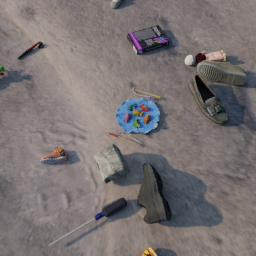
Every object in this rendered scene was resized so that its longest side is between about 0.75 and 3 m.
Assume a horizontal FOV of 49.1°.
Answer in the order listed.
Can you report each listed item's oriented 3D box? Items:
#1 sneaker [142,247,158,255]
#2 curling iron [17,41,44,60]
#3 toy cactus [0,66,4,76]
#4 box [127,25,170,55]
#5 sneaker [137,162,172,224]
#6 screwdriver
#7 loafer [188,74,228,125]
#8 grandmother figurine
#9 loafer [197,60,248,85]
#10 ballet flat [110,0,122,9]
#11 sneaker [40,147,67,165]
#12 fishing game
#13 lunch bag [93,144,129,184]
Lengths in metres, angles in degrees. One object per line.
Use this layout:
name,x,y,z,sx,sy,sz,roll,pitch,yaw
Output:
sneaker,0.783,3.961,8.008,0.452,0.351,1.004,-34,62,-7
curling iron,-4.312,-3.435,12.387,1.380,0.176,0.342,-38,67,-20
toy cactus,-5.741,-2.130,11.455,1.433,0.733,1.182,-3,78,-5
box,0.912,-4.003,12.659,1.617,0.292,1.156,-20,62,-10
sneaker,0.664,2.025,8.873,0.943,0.789,2.078,-25,46,16
screwdriver,-1.180,2.912,8.542,2.663,0.371,0.387,-29,34,-19
loafer,3.039,-1.104,10.717,0.805,0.705,2.241,-25,63,-14
grandmother figurine,3.273,-2.949,11.959,1.682,0.509,1.020,-7,32,-1
loafer,3.857,-2.319,11.495,2.042,0.768,0.711,18,49,6
ballet flat,-0.493,-6.570,14.061,0.471,0.446,1.399,24,63,13
sneaker,-2.610,0.960,9.769,0.910,0.353,0.510,-6,54,-13
fishing game,0.371,-0.508,10.587,1.718,0.373,2.399,22,62,16
lunch bag,-0.594,1.193,9.353,0.915,0.760,1.091,-29,63,5
